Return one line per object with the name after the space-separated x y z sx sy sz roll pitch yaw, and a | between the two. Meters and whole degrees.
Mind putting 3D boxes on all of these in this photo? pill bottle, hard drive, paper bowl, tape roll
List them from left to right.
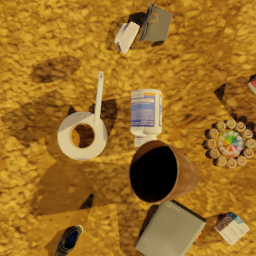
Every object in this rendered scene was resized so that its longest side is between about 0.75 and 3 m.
-1.844 0.325 11.474 2.034 0.372 2.034 0 86 1 | tape roll
-0.080 -3.318 10.168 0.576 1.107 1.107 27 87 -4 | paper bowl
0.716 -0.364 11.076 1.232 1.232 2.199 2 87 0 | pill bottle
1.600 4.066 10.789 1.756 0.414 2.516 30 104 10 | hard drive

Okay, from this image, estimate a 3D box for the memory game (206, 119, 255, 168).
4.251 0.641 11.573 2.065 0.132 2.065 0 87 0 | memory game

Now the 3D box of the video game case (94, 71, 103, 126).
-1.088 -1.110 10.311 0.196 1.526 1.678 5 113 -7 | video game case

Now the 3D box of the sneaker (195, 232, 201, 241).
2.199 3.687 11.238 0.689 0.652 1.787 -37 91 -25 | sneaker

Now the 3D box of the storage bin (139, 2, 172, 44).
1.193 -4.235 11.483 1.001 1.084 1.490 13 86 -9 | storage bin

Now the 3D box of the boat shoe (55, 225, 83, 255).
-2.388 4.610 11.131 0.593 0.526 1.587 42 87 2 | boat shoe

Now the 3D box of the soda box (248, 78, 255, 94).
6.128 -1.088 11.324 0.926 0.839 2.646 -37 87 -2 | soda box

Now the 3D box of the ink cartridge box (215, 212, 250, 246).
4.093 3.966 11.079 0.966 0.706 0.709 -41 87 -2 | ink cartridge box

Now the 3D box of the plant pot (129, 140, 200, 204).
1.547 1.668 10.077 2.108 2.256 2.108 -15 67 41 | plant pot
